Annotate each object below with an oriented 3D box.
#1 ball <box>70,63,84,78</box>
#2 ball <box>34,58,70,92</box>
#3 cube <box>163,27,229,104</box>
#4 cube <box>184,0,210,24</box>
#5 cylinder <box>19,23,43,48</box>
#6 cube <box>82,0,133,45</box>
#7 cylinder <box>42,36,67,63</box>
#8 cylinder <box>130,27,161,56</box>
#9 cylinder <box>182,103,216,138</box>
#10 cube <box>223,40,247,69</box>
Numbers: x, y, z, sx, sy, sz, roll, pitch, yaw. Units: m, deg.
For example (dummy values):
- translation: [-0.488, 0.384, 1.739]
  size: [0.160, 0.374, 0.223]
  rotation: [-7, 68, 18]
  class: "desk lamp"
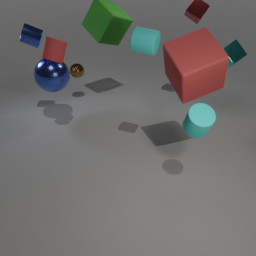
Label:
- translation: [-2.453, -2.753, 13.466]
  size: [0.700, 0.700, 0.700]
  rotation: [0, 30, 0]
  class: "ball"
- translation: [-3.055, -2.145, 11.262]
  size: [1.400, 1.400, 1.400]
  rotation: [0, 30, 0]
  class: "ball"
- translation: [1.992, -1.863, 8.459]
  size: [1.400, 1.400, 1.400]
  rotation: [-22, 59, -1]
  class: "cube"
- translation: [2.877, -4.927, 11.735]
  size: [0.700, 0.700, 0.700]
  rotation: [36, 9, 0]
  class: "cube"
- translation: [-3.627, -3.462, 10.518]
  size: [0.700, 0.700, 0.700]
  rotation: [17, 24, -22]
  class: "cylinder"
- translation: [-0.933, -4.761, 12.622]
  size: [1.400, 1.400, 1.400]
  rotation: [-14, 59, -51]
  class: "cube"
- translation: [-2.421, -2.576, 9.240]
  size: [0.700, 0.700, 0.700]
  rotation: [16, 13, -4]
  class: "cylinder"
- translation: [0.510, -2.526, 8.151]
  size: [0.700, 0.700, 0.700]
  rotation: [17, 34, 15]
  class: "cylinder"
- translation: [1.843, -0.181, 7.323]
  size: [0.700, 0.700, 0.700]
  rotation: [2, 63, -3]
  class: "cylinder"
- translation: [3.823, -2.716, 10.456]
  size: [0.700, 0.700, 0.700]
  rotation: [-36, -1, -11]
  class: "cube"
